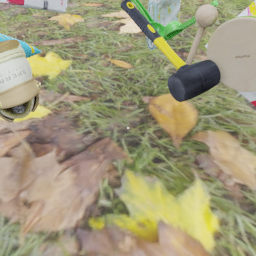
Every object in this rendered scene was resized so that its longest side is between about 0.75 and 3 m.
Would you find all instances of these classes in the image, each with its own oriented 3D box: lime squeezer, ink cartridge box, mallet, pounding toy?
[{"bbox_3d":[0.940,-2.496,6.503,0.521,0.976,2.765,-3,25,-36],"label":"lime squeezer"},{"bbox_3d":[3.200,-1.741,6.028,1.588,2.186,1.581,25,36,-38],"label":"ink cartridge box"},{"bbox_3d":[0.519,-1.537,5.275,0.868,0.542,2.636,-34,67,-20],"label":"mallet"},{"bbox_3d":[1.960,-1.433,4.868,1.673,1.292,0.777,29,51,25],"label":"pounding toy"},{"bbox_3d":[-2.437,-3.762,6.809,0.897,1.562,2.151,14,20,19],"label":"ink cartridge box"}]

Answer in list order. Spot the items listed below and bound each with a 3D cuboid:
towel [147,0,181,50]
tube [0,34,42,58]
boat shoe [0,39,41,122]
[{"bbox_3d":[1.136,-3.403,8.683,0.394,1.636,1.400,30,50,28],"label":"towel"},{"bbox_3d":[-2.502,-1.605,5.705,1.027,0.668,2.652,17,14,-12],"label":"tube"},{"bbox_3d":[-1.975,-0.561,4.654,1.000,0.897,2.702,-29,7,-17],"label":"boat shoe"}]
